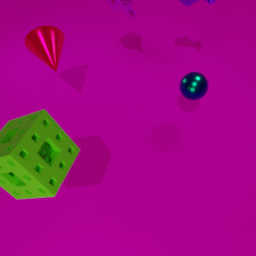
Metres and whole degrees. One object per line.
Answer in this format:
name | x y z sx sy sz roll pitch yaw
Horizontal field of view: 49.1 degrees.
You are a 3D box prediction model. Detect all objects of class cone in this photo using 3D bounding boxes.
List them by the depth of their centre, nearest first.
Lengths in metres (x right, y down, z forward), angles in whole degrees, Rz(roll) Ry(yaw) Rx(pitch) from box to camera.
cone | -2.099 -1.948 7.587 1.117 1.117 1.121 -19 68 -12

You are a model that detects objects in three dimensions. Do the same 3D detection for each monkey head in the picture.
monkey head | -0.340 -3.756 8.247 1.420 1.021 0.856 32 57 -22

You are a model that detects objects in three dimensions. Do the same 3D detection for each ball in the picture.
ball | 1.754 -1.115 7.466 0.766 0.766 0.766 0 56 0

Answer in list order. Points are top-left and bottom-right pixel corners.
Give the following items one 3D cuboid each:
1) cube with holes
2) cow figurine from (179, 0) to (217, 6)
cube with holes | -1.714 0.490 4.899 1.036 1.036 1.036 -13 37 33
cow figurine | 1.949 -3.701 7.854 0.965 0.981 0.538 41 55 -14
